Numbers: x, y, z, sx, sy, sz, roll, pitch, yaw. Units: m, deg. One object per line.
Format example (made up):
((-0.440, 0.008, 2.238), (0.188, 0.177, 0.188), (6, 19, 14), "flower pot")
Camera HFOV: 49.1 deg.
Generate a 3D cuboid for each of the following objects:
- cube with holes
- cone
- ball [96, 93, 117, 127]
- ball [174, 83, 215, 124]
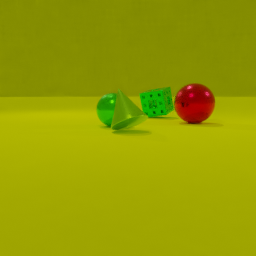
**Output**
((1.237, -1.107, 11.905), (1.038, 1.038, 1.038), (-5, 13, 28), "cube with holes")
((-0.108, -0.599, 7.523), (1.030, 1.034, 1.030), (-17, -13, -4), "cone")
((-0.454, -0.558, 8.621), (1.048, 1.048, 1.048), (0, 7, 0), "ball")
((2.262, -0.839, 9.555), (1.379, 1.379, 1.379), (0, 7, 0), "ball")
